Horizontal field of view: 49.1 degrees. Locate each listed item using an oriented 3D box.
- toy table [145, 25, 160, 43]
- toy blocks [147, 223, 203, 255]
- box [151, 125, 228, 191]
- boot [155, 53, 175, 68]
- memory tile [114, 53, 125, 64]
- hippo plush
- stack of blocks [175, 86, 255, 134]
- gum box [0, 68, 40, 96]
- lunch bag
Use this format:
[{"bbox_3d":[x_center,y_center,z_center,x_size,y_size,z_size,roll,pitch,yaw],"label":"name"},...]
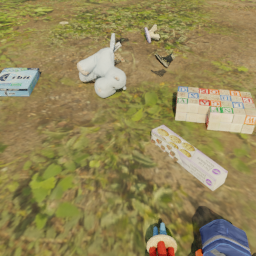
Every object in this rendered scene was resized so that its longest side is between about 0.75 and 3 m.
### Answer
[{"bbox_3d":[1.506,-5.864,17.489,0.703,1.104,1.201,-16,66,3],"label":"toy table"},{"bbox_3d":[1.311,3.187,6.543,1.768,0.770,2.122,10,25,-1],"label":"toy blocks"},{"bbox_3d":[1.951,0.902,9.483,0.612,0.571,2.953,-25,45,-27],"label":"box"},{"bbox_3d":[1.643,-3.137,12.425,0.610,0.808,0.292,-47,9,-3],"label":"boot"},{"bbox_3d":[-0.739,-3.930,15.774,0.889,0.097,1.160,-14,42,-16],"label":"memory tile"},{"bbox_3d":[-0.854,-2.438,12.862,2.514,2.003,2.022,-36,74,6],"label":"hippo plush"},{"bbox_3d":[3.434,-0.766,11.285,2.965,0.869,1.707,6,40,7],"label":"stack of blocks"},{"bbox_3d":[-5.337,-2.237,13.420,1.741,0.456,2.049,0,39,0],"label":"gum box"},{"bbox_3d":[2.365,2.865,6.725,1.192,0.810,0.788,30,36,-15],"label":"lunch bag"}]
